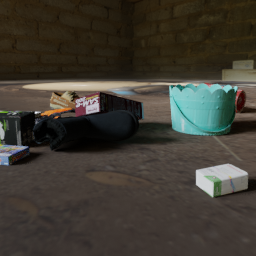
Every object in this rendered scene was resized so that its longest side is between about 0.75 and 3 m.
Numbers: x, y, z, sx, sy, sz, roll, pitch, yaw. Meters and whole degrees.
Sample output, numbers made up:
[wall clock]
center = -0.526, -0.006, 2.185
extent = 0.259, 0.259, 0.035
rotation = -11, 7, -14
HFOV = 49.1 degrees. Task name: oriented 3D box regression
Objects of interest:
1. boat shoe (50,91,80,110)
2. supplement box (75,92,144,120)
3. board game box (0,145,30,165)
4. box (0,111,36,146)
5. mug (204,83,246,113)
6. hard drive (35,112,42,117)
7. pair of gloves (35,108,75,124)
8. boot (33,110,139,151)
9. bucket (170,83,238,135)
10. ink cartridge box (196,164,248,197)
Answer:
[boat shoe]
center = -3.361, -1.551, 15.948
extent = 2.995, 1.106, 1.133
rotation = 8, 15, 32
[supplement box]
center = -0.665, -0.719, 11.034
extent = 1.377, 0.770, 2.530
rotation = -11, -11, 39
[board game box]
center = -3.681, 0.723, 7.890
extent = 1.437, 0.248, 0.973
rotation = 3, 13, 14
[box]
center = -4.080, 0.006, 9.305
extent = 1.653, 1.027, 1.228
rotation = 2, 13, 3
[mug]
center = 5.474, -1.719, 15.977
extent = 2.021, 1.519, 2.277
rotation = -14, 22, -42
[hard drive]
center = -5.274, -0.680, 14.187
extent = 1.496, 0.200, 0.987
rotation = 3, 13, 13
[pair of gloves]
center = -3.244, -0.463, 11.796
extent = 1.758, 0.244, 1.974
rotation = -5, 19, 24
[boot]
center = -1.311, 0.072, 8.839
extent = 2.740, 1.046, 2.302
rotation = -1, 7, 28
[bucket]
center = 2.975, -0.816, 11.256
extent = 2.724, 1.772, 2.724
rotation = -1, 13, 0
[ink cartridge box]
center = 1.971, 1.084, 5.900
extent = 0.865, 0.378, 0.628
rotation = -10, 16, -17
